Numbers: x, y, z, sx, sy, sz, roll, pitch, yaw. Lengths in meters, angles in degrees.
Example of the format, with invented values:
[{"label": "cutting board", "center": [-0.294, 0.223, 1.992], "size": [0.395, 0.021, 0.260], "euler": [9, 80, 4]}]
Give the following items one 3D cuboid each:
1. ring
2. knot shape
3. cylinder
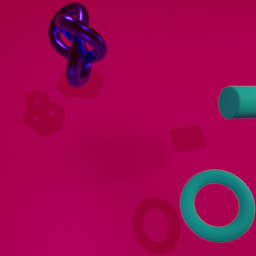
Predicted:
[{"label": "ring", "center": [1.800, 1.558, 5.719], "size": [1.457, 0.291, 1.457], "euler": [-7, 63, 13]}, {"label": "knot shape", "center": [-1.154, -1.968, 6.421], "size": [0.918, 1.858, 1.986], "euler": [-19, 99, -22]}, {"label": "cylinder", "center": [2.872, -0.648, 7.103], "size": [0.822, 0.822, 0.822], "euler": [-3, 59, -19]}]
